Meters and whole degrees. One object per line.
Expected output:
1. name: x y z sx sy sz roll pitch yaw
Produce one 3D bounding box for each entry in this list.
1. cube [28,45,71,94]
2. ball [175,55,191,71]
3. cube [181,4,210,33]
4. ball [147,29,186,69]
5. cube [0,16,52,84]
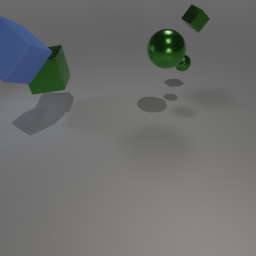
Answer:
1. cube: -3.288 -2.371 11.367 1.400 1.400 1.400 -7 35 5
2. ball: 2.275 -2.722 11.700 0.700 0.700 0.700 0 33 0
3. cube: 2.796 -4.537 11.617 0.700 0.700 0.700 22 23 -44
4. ball: 1.393 -2.863 10.168 1.400 1.400 1.400 0 33 0
5. cube: -3.559 -2.369 8.753 1.400 1.400 1.400 41 12 5
